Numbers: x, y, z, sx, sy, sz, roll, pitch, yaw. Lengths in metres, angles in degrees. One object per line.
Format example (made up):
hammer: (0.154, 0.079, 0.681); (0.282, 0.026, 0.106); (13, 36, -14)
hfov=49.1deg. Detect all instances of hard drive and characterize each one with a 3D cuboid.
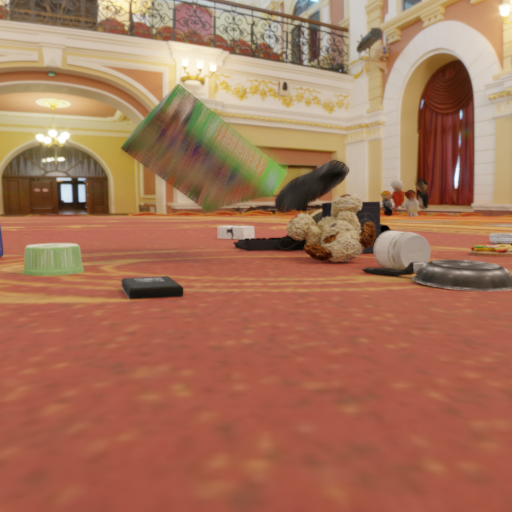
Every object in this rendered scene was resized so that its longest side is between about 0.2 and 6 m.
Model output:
hard drive: (-1.268, 0.378, 6.753); (0.620, 0.146, 0.888); (-2, 6, -18)

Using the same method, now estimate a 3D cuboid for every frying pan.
frying pan: (2.623, 0.213, 7.876); (1.320, 0.355, 2.182); (-1, 9, -21)

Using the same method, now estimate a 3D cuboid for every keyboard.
keyboard: (1.261, -0.492, 13.541); (3.373, 0.668, 1.756); (-3, 6, -18)

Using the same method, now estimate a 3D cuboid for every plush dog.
plush dog: (1.485, -0.291, 10.409); (1.557, 1.249, 1.337); (-23, 22, 0)

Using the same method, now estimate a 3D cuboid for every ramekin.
ramekin: (-3.164, 0.048, 8.728); (0.895, 0.437, 0.895); (0, 5, 0)

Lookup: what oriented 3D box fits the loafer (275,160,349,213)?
loafer: (1.203, -1.498, 12.057); (1.768, 0.600, 0.621); (-32, 21, -7)

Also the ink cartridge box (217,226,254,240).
ink cartridge box: (-0.619, -0.716, 17.201); (0.938, 0.393, 0.680); (3, 6, 31)

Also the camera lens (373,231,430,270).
camera lens: (2.325, -0.074, 9.020); (0.631, 0.631, 0.789); (-2, 6, -21)

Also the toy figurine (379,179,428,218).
toy figurine: (3.243, -1.281, 12.247); (0.928, 0.646, 0.914); (8, 28, 40)

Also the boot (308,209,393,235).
boot: (2.683, -0.832, 16.199); (2.411, 0.934, 1.667); (-6, 13, -41)

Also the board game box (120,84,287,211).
board game box: (-1.201, -1.898, 10.989); (2.412, 0.522, 3.584); (35, -15, -20)

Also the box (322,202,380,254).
box: (2.058, -0.617, 12.169); (1.133, 1.114, 0.702); (-2, 5, -13)

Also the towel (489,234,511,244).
towel: (7.580, -0.404, 14.520); (2.491, 0.296, 1.829); (2, 3, -1)

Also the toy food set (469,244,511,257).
toy food set: (4.945, -0.119, 11.737); (0.895, 0.218, 0.886); (2, 6, 15)

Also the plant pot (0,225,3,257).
plant pot: (-5.445, -0.341, 10.627); (0.927, 0.927, 0.833); (0, 13, -3)
